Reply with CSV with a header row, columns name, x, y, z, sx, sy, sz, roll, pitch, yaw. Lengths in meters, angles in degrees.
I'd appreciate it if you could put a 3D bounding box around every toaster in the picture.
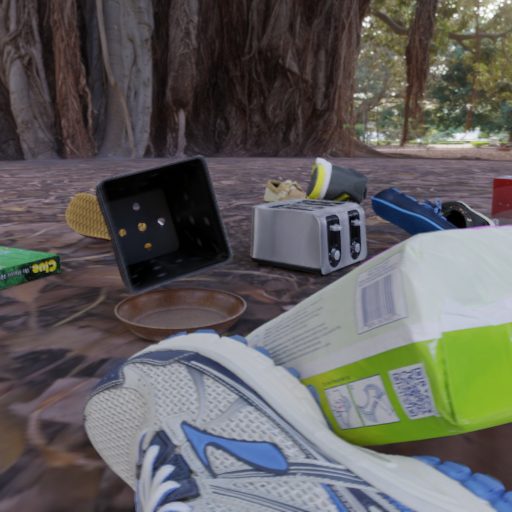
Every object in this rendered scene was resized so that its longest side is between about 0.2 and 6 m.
name,x,y,z,sx,sy,sz,roll,pitch,yaw
toaster,0.927,-0.401,10.486,1.915,1.136,1.731,9,15,37

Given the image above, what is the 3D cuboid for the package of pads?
name,x,y,z,sx,sy,sz,roll,pitch,yaw
package of pads,1.627,0.605,4.033,3.055,1.042,2.360,-3,-19,-25

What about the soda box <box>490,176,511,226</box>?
name,x,y,z,sx,sy,sz,roll,pitch,yaw
soda box,7.172,-0.840,11.552,1.368,1.510,4.313,-10,16,-37

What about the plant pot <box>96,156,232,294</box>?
name,x,y,z,sx,sy,sz,roll,pitch,yaw
plant pot,-1.361,-0.405,7.536,1.437,1.440,1.278,-19,8,-25

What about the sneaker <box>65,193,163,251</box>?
name,x,y,z,sx,sy,sz,roll,pitch,yaw
sneaker,-2.872,-0.589,11.699,2.428,0.910,1.094,21,-6,26

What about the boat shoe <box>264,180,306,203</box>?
name,x,y,z,sx,sy,sz,roll,pitch,yaw
boat shoe,1.036,-2.127,18.783,0.905,0.812,2.446,-9,15,-33

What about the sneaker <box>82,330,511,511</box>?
name,x,y,z,sx,sy,sz,roll,pitch,yaw
sneaker,-0.122,1.324,2.819,3.262,1.257,1.390,11,21,42

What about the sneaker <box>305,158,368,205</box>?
name,x,y,z,sx,sy,sz,roll,pitch,yaw
sneaker,1.799,-1.421,12.481,1.279,1.126,3.024,16,8,6

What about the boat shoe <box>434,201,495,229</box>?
name,x,y,z,sx,sy,sz,roll,pitch,yaw
boat shoe,4.482,-0.785,12.784,0.727,0.849,2.321,6,16,-12

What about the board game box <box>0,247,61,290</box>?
name,x,y,z,sx,sy,sz,roll,pitch,yaw
board game box,-5.418,0.131,9.871,3.536,0.415,1.853,7,12,27

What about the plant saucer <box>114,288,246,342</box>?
name,x,y,z,sx,sy,sz,roll,pitch,yaw
plant saucer,-0.961,0.771,7.215,1.668,0.305,1.668,1,13,0

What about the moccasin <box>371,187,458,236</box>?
name,x,y,z,sx,sy,sz,roll,pitch,yaw
moccasin,3.303,-0.868,11.227,0.740,0.873,2.170,-39,55,-18
